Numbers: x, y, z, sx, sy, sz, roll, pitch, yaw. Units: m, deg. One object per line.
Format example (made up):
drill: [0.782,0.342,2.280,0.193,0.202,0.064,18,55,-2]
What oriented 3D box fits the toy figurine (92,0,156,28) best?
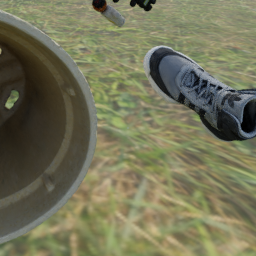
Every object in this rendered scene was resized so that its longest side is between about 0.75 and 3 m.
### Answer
toy figurine: [-0.227,-4.357,8.652,1.924,1.360,1.954,-17,63,33]

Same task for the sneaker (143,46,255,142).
sneaker: [1.152,-0.485,3.884,0.749,1.984,1.129,-53,15,-6]

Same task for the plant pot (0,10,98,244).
plant pot: [-2.065,-0.261,3.701,2.659,2.659,2.434,-17,29,-21]
